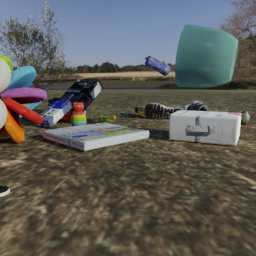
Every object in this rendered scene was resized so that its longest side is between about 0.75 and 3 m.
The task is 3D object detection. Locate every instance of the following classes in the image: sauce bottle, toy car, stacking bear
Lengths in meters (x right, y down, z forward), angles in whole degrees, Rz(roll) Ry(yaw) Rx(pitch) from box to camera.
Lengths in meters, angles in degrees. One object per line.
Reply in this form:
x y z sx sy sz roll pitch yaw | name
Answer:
0.840 -0.925 15.485 0.571 0.571 1.728 -4 10 -23 | sauce bottle
-3.779 -0.895 9.142 2.149 2.865 2.508 4 -6 -6 | toy car
-1.956 -0.438 11.042 0.698 1.150 0.654 -4 11 -21 | stacking bear

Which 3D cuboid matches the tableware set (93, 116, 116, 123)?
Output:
-1.054 -0.469 13.901 0.902 0.205 1.339 6 11 27 | tableware set

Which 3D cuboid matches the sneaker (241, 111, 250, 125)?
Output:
5.256 -0.521 13.188 0.716 0.535 1.596 8 15 14 | sneaker

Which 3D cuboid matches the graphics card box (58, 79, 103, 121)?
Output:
-2.630 -1.475 14.314 1.640 0.665 2.614 7 52 37 | graphics card box

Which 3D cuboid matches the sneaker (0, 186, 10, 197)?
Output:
-2.570 1.004 4.975 0.844 0.472 0.308 -3 11 -18 | sneaker

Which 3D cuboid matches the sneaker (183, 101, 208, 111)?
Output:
4.021 -1.044 15.687 1.138 0.755 2.000 9 20 39 | sneaker

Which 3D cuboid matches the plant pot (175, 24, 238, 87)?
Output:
2.873 -2.492 10.007 1.813 2.259 2.259 11 14 22 | plant pot

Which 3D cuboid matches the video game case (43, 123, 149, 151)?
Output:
-1.105 0.229 9.756 2.769 0.305 2.521 -9 13 -43 | video game case

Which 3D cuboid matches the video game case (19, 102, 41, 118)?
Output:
-5.708 -1.090 13.092 2.863 0.255 2.049 19 50 32 | video game case

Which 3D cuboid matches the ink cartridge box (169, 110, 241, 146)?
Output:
2.658 -0.064 9.627 2.180 0.925 1.588 6 12 24 | ink cartridge box

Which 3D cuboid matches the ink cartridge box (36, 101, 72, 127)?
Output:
-3.359 -0.665 12.684 0.810 0.381 1.723 6 35 25 | ink cartridge box

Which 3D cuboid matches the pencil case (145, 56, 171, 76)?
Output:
0.806 -1.708 7.734 0.751 0.293 0.326 24 -34 -19 | pencil case

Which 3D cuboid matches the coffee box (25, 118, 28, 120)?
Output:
-4.728 -0.529 14.252 0.535 0.191 0.869 5 11 24 | coffee box

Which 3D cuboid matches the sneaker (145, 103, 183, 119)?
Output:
1.932 -0.817 14.678 2.069 0.783 1.195 12 7 8 | sneaker

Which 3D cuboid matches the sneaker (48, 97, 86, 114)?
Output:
-3.493 -1.141 15.565 1.621 1.075 2.848 -16 20 -28 | sneaker
